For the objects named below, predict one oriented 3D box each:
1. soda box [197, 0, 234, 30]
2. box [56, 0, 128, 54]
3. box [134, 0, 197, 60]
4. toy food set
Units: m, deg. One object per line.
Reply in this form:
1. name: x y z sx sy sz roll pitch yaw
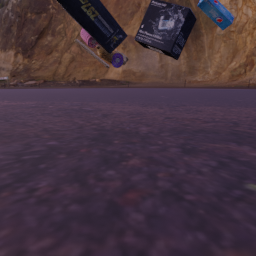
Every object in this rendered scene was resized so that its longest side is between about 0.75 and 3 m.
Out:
1. soda box: 2.840 -3.760 9.032 1.219 0.391 0.413 37 -32 -15
2. box: -1.299 -2.984 6.104 2.555 0.652 2.015 52 11 28
3. box: 1.514 -4.032 11.442 1.797 1.827 1.073 28 9 26
4. toy food set: -0.811 -2.931 9.964 1.867 0.463 2.937 38 21 -6
